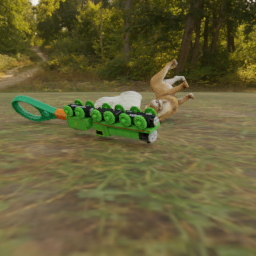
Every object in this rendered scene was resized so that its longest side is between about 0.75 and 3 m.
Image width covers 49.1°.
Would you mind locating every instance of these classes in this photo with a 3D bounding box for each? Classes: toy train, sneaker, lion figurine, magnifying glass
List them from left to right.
[{"bbox_3d":[-2.414,-0.492,8.652,2.658,1.058,0.298,11,57,19],"label":"magnifying glass"},{"bbox_3d":[-0.446,-0.151,6.277,2.640,0.745,0.551,11,34,36],"label":"toy train"},{"bbox_3d":[-0.454,-0.561,9.038,1.925,0.959,0.721,-14,-30,35],"label":"sneaker"},{"bbox_3d":[1.265,-1.291,9.788,1.651,0.977,2.695,-26,32,16],"label":"lion figurine"}]
